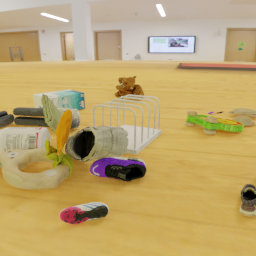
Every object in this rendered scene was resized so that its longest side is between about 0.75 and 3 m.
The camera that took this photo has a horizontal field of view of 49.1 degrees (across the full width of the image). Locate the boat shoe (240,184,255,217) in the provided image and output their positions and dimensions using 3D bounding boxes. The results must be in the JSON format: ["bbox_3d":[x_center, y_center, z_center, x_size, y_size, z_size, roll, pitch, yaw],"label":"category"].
[{"bbox_3d":[2.457,1.363,5.622,0.394,0.355,1.095,9,19,27],"label":"boat shoe"}]

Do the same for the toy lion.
[{"bbox_3d":[3.290,-0.196,10.478,1.706,0.611,1.779,-1,15,-26],"label":"toy lion"}]

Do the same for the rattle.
[{"bbox_3d":[-2.551,0.440,6.515,2.443,1.746,1.591,11,40,14],"label":"rattle"}]

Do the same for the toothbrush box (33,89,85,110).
[{"bbox_3d":[-3.228,-1.240,13.215,1.953,0.833,1.430,-17,23,-39],"label":"toothbrush box"}]

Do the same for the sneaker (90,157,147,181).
[{"bbox_3d":[-0.216,0.993,6.614,1.371,0.477,0.682,-2,18,-6],"label":"sneaker"}]

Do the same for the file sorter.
[{"bbox_3d":[0.035,-0.238,9.103,1.526,1.369,2.198,9,19,24],"label":"file sorter"}]

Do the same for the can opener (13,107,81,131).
[{"bbox_3d":[-3.140,-0.352,10.507,2.814,0.751,0.941,3,17,13],"label":"can opener"}]

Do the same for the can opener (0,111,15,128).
[{"bbox_3d":[-5.078,-0.306,10.063,0.661,0.828,2.477,25,23,10],"label":"can opener"}]

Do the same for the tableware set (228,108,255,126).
[{"bbox_3d":[5.388,-0.373,11.338,2.660,0.309,2.222,10,20,27],"label":"tableware set"}]

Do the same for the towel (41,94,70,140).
[{"bbox_3d":[-2.281,-0.294,8.746,0.288,1.172,1.580,-31,43,-1],"label":"towel"}]

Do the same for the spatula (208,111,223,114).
[{"bbox_3d":[4.005,-0.705,12.736,0.820,0.084,0.232,-3,12,-21],"label":"spatula"}]

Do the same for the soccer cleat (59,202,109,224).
[{"bbox_3d":[-0.809,1.561,5.183,0.901,0.315,0.389,-2,3,-15],"label":"soccer cleat"}]

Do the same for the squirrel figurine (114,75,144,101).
[{"bbox_3d":[0.201,-2.270,15.460,1.698,1.202,1.585,24,-20,-11],"label":"squirrel figurine"}]

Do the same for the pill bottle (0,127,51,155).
[{"bbox_3d":[-3.030,0.417,7.797,1.549,0.878,0.878,1,17,2],"label":"pill bottle"}]

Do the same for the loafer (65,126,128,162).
[{"bbox_3d":[-1.026,0.369,6.865,0.928,0.929,2.658,6,-13,-34],"label":"loafer"}]
